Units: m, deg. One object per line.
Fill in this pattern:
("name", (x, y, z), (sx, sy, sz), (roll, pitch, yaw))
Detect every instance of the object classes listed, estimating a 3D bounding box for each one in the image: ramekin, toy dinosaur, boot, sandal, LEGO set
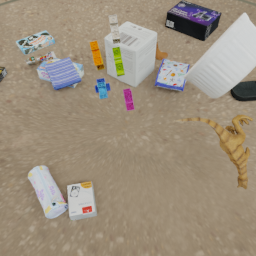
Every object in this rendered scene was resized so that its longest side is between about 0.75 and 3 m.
("ramekin", (2.097, -1.452, 5.978), (0.855, 1.755, 1.755), (43, 60, 0))
("toy dinosaur", (2.314, 0.266, 6.391), (0.812, 2.690, 1.429), (-19, 29, 45))
("boot", (1.202, -3.278, 11.729), (1.040, 0.807, 0.399), (1, 51, 1))
("sandal", (5.327, -1.584, 10.443), (2.897, 0.693, 1.089), (-10, 52, -8))
("LEGO set", (-0.454, -1.437, 6.780), (0.831, 0.894, 2.179), (-10, 93, -1))
("LEGO set", (-3.452, -2.701, 11.110), (1.175, 0.386, 1.573), (-23, 12, -9))

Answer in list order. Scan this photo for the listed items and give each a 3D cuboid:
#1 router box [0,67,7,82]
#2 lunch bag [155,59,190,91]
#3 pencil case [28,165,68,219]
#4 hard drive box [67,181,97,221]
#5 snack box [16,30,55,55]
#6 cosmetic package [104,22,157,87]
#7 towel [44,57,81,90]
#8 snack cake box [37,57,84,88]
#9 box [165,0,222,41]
("router box", (-5.609, -2.078, 11.070), (1.254, 0.327, 0.986), (11, 52, 9))
("lunch bag", (1.669, -1.903, 10.641), (1.121, 0.816, 1.318), (12, 44, 9))
("pencil case", (-2.251, 1.754, 7.778), (0.627, 0.685, 1.509), (-34, 57, -8))
("hard drive box", (-1.280, 2.017, 7.782), (0.717, 0.353, 0.920), (-10, 52, -7))
("snack box", (-4.125, -3.835, 12.519), (1.469, 0.273, 0.854), (-30, 57, -22))
("cosmetic package", (0.118, -2.816, 10.760), (1.427, 1.731, 1.428), (30, 57, 22))
("towel", (-2.459, -2.072, 10.503), (1.053, 0.173, 1.454), (-22, 58, -14))
("snack cake box", (-2.643, -2.224, 11.065), (1.564, 0.526, 0.900), (16, 54, 12))
("box", (3.057, -5.102, 13.202), (2.106, 0.831, 1.487), (29, 54, 22))
